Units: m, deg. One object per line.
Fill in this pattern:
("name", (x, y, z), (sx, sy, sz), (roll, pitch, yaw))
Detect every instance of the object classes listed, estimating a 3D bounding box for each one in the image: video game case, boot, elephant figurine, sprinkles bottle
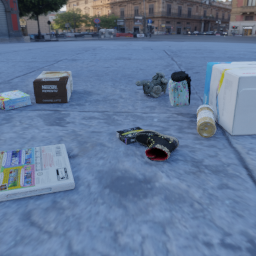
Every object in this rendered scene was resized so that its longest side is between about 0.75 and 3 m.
("video game case", (-2.473, 1.038, 7.033), (1.974, 0.239, 2.168), (-7, 23, -17))
("boot", (0.713, 0.499, 8.090), (1.360, 0.498, 1.024), (14, 24, 17))
("elephant figurine", (1.161, -2.002, 13.836), (1.561, 1.211, 1.105), (-37, -2, -18))
("sprinkles bottle", (2.727, -0.281, 9.825), (0.620, 0.620, 1.816), (5, 22, 12))

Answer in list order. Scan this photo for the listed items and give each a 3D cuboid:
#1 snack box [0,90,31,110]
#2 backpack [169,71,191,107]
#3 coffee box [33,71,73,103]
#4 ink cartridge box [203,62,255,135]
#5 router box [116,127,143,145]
("snack box", (-5.198, -1.269, 12.538), (1.191, 0.478, 1.412), (-19, 30, -38))
("backpack", (2.037, -1.494, 11.013), (0.846, 1.337, 1.116), (-5, 22, 6))
("coffee box", (-3.599, -2.072, 13.788), (1.512, 1.054, 2.643), (-2, 22, -6))
("ink cartridge box", (4.258, -1.207, 10.231), (2.051, 2.042, 2.796), (-2, 22, -5))
("router box", (0.157, 0.233, 9.076), (0.873, 0.228, 0.686), (-12, 24, -27))
